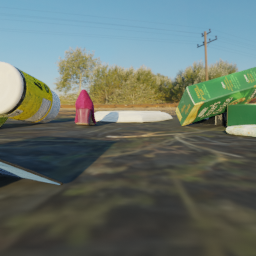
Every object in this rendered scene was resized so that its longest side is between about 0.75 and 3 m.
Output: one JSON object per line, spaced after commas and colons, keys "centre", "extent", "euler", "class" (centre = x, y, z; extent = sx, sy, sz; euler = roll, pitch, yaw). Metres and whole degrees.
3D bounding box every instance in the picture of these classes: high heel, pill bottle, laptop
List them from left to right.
{"centre": [-1.877, 0.471, 1.713], "extent": [1.884, 1.166, 2.013], "euler": [2, 33, 29], "class": "laptop"}
{"centre": [-3.460, -1.003, 9.295], "extent": [1.567, 1.567, 2.742], "euler": [1, -7, 13], "class": "pill bottle"}
{"centre": [-1.325, -0.602, 8.891], "extent": [0.709, 1.011, 2.103], "euler": [3, 0, -11], "class": "high heel"}

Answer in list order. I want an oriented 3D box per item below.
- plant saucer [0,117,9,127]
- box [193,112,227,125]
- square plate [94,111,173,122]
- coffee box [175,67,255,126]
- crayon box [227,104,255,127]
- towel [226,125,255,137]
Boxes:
{"centre": [-4.219, -0.130, 7.586], "extent": [1.411, 0.338, 1.409], "euler": [0, 4, 3], "class": "plant saucer"}
{"centre": [3.246, -0.571, 9.967], "extent": [1.580, 0.846, 1.172], "euler": [-3, 5, -30], "class": "box"}
{"centre": [0.040, -0.530, 12.239], "extent": [2.952, 0.424, 2.980], "euler": [3, 6, 32], "class": "square plate"}
{"centre": [2.878, -0.953, 8.190], "extent": [2.784, 0.612, 1.712], "euler": [-17, -18, -9], "class": "coffee box"}
{"centre": [4.367, -0.343, 7.965], "extent": [2.393, 0.697, 2.064], "euler": [-4, 6, -42], "class": "crayon box"}
{"centre": [2.773, 0.060, 6.097], "extent": [0.955, 0.230, 0.817], "euler": [-3, 2, -31], "class": "towel"}
